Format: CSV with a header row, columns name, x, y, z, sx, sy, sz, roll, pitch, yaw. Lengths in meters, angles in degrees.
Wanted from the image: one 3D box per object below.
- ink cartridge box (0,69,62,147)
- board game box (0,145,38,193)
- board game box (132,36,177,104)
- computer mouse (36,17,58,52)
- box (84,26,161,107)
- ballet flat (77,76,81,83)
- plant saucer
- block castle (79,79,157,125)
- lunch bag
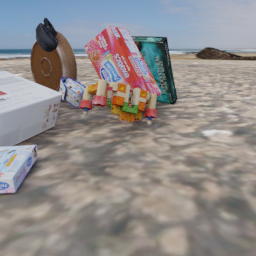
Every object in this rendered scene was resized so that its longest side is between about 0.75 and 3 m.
name,x,y,z,sx,sy,sz,roll,pitch,yaw
ink cartridge box,-3.474,-0.599,7.350,2.320,1.108,2.643,23,22,12
board game box,-2.564,0.738,5.175,1.414,0.292,1.417,-2,19,0
board game box,0.823,-2.248,11.098,1.942,2.872,0.404,12,51,31
computer mouse,-2.852,-3.262,9.702,0.491,0.846,2.885,-37,31,9
box,-0.165,-2.009,9.841,1.302,2.728,1.360,-29,-2,31
ballet flat,-2.560,-1.946,12.448,0.866,0.780,2.299,-15,-2,-20
plant saucer,-3.229,-2.541,11.628,2.940,2.940,0.506,14,22,38
block castle,-0.239,-0.634,8.043,2.009,0.942,1.342,12,-8,-30
lunch bag,-2.127,-1.352,10.479,1.000,0.850,0.619,33,52,5
